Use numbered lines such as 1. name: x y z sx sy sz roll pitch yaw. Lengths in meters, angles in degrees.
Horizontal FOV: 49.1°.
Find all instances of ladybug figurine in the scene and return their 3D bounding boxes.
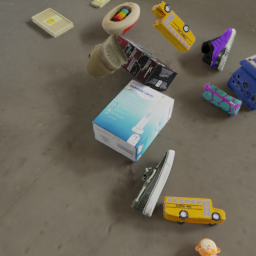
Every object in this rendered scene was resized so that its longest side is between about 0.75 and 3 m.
1. ladybug figurine: -0.238 -4.649 12.062 1.355 0.718 1.997 32 67 29

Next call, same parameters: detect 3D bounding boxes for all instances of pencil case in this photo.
1. pencil case: 3.229 -0.996 9.649 1.389 0.642 0.591 37 88 25

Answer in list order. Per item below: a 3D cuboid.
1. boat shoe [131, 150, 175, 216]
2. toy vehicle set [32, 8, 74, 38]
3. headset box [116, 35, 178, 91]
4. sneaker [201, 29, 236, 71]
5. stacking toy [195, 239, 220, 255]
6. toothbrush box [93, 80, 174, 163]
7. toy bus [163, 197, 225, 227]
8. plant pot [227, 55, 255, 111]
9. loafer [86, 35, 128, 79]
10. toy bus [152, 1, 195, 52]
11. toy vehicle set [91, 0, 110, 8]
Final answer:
1. boat shoe: 0.739 1.414 7.915 0.659 0.731 2.069 22 60 13
2. toy vehicle set: -3.371 -4.727 12.502 1.675 0.222 1.041 39 63 24
3. headset box: 0.452 -2.340 9.956 2.190 0.846 1.630 45 21 26
4. sneaker: 3.547 -3.314 11.181 1.110 0.776 2.232 19 58 14
5. stacking toy: 1.906 3.684 6.149 1.519 1.437 2.618 2 43 5
6. toothbrush box: 0.201 -0.290 8.959 1.633 0.951 2.231 28 60 18
7. toy bus: 1.741 2.226 7.490 1.557 0.507 0.610 3 54 2
8. plant pot: 4.623 -1.740 9.740 1.502 1.350 1.502 -22 57 -16
9. loafer: -0.574 -1.824 7.223 0.777 0.876 2.305 -25 13 15
10. toy bus: 1.133 -2.597 7.234 0.527 1.346 0.438 -55 26 -2
11. toy vehicle set: -1.304 -6.134 13.552 0.529 0.113 0.852 28 60 18
